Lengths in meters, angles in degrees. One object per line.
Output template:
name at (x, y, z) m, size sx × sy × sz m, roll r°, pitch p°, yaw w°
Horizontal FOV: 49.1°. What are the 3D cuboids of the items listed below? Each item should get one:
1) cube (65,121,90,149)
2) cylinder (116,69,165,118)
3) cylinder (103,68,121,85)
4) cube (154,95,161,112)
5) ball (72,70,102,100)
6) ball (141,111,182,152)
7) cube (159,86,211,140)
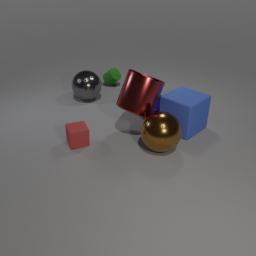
cube at (-1.811, 0.243, 10.049) m, size 0.700 × 0.700 × 0.700 m, roll -10°, pitch 32°, yaw -21°
cylinder at (0.444, -1.249, 10.160) m, size 1.400 × 1.400 × 1.400 m, roll 20°, pitch 11°, yaw -4°
cylinder at (-0.847, -2.707, 14.736) m, size 0.700 × 0.700 × 0.700 m, roll -24°, pitch 9°, yaw 44°
cube at (1.173, -0.936, 11.641) m, size 0.700 × 0.700 × 0.700 m, roll 5°, pitch -20°, yaw -36°
ball at (-1.943, -2.002, 13.186) m, size 1.400 × 1.400 × 1.400 m, roll 0°, pitch 31°, yaw 0°
ball at (1.132, 0.131, 9.576) m, size 1.400 × 1.400 × 1.400 m, roll 0°, pitch 31°, yaw 0°
cube at (2.171, -0.622, 10.846) m, size 1.400 × 1.400 × 1.400 m, roll 26°, pitch 40°, yaw 37°
